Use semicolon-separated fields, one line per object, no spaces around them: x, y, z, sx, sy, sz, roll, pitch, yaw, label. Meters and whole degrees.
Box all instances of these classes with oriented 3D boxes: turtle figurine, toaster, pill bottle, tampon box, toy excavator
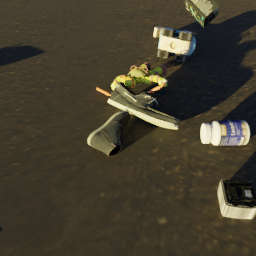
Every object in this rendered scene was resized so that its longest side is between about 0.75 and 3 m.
0.343;-1.838;10.079;2.726;0.878;2.198;0;23;33;turtle figurine
2.483;1.613;6.295;0.755;0.496;0.835;3;39;3;toaster
2.727;0.146;7.938;1.212;0.702;0.702;-2;39;-1;pill bottle
2.743;-4.525;10.458;0.700;0.832;1.110;-41;79;10;tampon box
2.033;-4.067;12.927;2.421;1.244;2.490;19;30;19;toy excavator

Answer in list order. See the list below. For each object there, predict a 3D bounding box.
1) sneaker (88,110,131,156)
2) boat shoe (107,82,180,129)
-0.295;0.178;8.072;0.860;0.606;1.620;33;58;26;sneaker
0.502;-0.693;8.635;2.545;0.914;0.860;28;91;30;boat shoe
